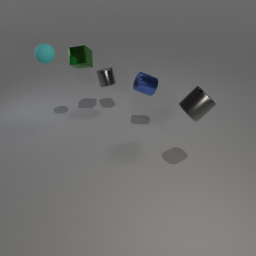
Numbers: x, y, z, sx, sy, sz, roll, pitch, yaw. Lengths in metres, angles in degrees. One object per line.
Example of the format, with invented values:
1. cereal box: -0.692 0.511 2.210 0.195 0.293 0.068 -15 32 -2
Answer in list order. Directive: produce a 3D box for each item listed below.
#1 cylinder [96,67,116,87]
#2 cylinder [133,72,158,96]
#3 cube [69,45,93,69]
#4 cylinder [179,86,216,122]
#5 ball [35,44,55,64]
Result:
1. cylinder: -0.935 -2.188 12.055 0.700 0.700 0.700 -12 18 4
2. cylinder: 0.641 -1.604 10.214 0.700 0.700 0.700 17 28 -19
3. cube: -1.842 -2.767 10.990 0.700 0.700 0.700 -3 -1 16
4. cylinder: 1.830 -0.635 7.424 0.700 0.700 0.700 42 16 -15
5. ball: -2.975 -2.659 10.027 0.700 0.700 0.700 0 33 0
